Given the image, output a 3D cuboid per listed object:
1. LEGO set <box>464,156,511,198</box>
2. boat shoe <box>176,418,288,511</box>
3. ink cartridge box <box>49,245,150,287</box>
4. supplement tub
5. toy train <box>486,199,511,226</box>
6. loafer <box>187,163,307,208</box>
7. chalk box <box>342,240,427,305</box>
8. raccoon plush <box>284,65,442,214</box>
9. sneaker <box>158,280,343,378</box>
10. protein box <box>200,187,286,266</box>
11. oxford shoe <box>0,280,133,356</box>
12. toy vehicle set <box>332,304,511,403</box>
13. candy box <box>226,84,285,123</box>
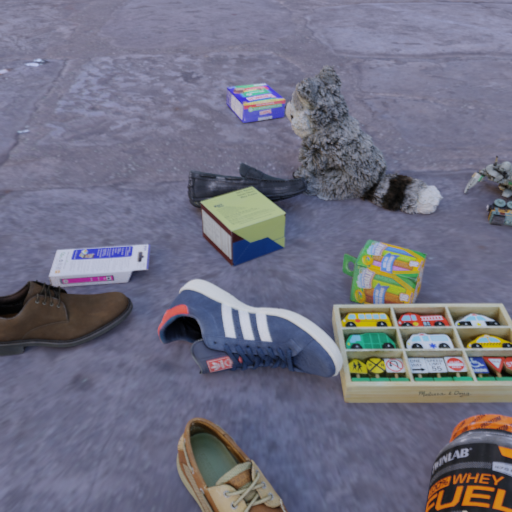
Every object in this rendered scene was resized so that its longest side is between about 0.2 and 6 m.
[{"bbox_3d":[6.125,-1.716,12.246,2.945,0.835,1.913,-10,37,-14],"label":"LEGO set"},{"bbox_3d":[-0.225,2.690,6.220,0.841,0.821,2.223,-26,43,-31],"label":"boat shoe"},{"bbox_3d":[-2.784,0.163,10.126,1.720,0.319,0.814,-6,36,-3],"label":"ink cartridge box"},{"bbox_3d":[2.381,2.796,5.604,1.376,1.376,2.246,13,38,17],"label":"supplement tub"},{"bbox_3d":[5.203,-0.831,11.456,0.940,0.400,0.536,11,50,11],"label":"toy train"},{"bbox_3d":[-0.187,-1.519,11.702,2.511,0.881,0.852,-5,3,-2],"label":"loafer"},{"bbox_3d":[2.079,0.329,9.465,1.329,0.830,0.824,14,38,21],"label":"chalk box"},{"bbox_3d":[2.301,-2.585,12.020,3.716,2.490,1.798,11,38,15],"label":"raccoon plush"},{"bbox_3d":[-0.191,1.326,8.054,2.800,1.050,1.183,16,47,29],"label":"sneaker"},{"bbox_3d":[-0.259,-0.589,10.709,1.191,0.809,1.200,-20,41,-26],"label":"protein box"},{"bbox_3d":[-3.110,0.845,8.614,2.374,1.002,0.863,-10,35,-16],"label":"oxford shoe"},{"bbox_3d":[2.581,1.408,8.369,2.733,0.362,1.698,0,36,-1],"label":"toy vehicle set"},{"bbox_3d":[-0.038,-4.439,16.185,1.274,0.580,1.507,-12,39,-18],"label":"candy box"}]
